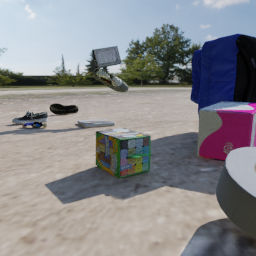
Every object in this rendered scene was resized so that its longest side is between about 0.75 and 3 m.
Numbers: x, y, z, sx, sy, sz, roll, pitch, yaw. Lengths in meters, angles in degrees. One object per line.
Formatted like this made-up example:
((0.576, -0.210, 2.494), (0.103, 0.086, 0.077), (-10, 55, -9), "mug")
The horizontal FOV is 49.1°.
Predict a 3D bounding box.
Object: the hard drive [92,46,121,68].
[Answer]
((-0.936, -3.189, 12.581), (1.198, 0.837, 0.227), (-15, 5, -24), "hard drive")

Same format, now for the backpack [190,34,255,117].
((3.401, -1.304, 9.288), (2.362, 2.907, 2.440), (-4, 5, -32), "backpack")

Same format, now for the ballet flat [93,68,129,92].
((-0.725, -1.965, 11.495), (1.626, 0.548, 0.518), (27, -20, 7), "ballet flat")

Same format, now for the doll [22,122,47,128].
((-3.359, -0.124, 10.190), (0.858, 0.208, 0.586), (1, 11, 6), "doll")

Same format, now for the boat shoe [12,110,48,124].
((-3.881, -0.445, 11.151), (1.424, 0.486, 0.526), (-7, 12, -32), "boat shoe")

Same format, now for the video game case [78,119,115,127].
((-1.238, -0.191, 10.783), (1.169, 0.134, 1.065), (-4, 11, -25), "video game case")

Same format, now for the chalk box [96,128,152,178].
((-0.035, 0.481, 5.454), (0.750, 0.746, 1.205), (-5, 12, -33), "chalk box")

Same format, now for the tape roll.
((1.876, 0.791, 3.411), (1.488, 0.492, 1.488), (6, 24, -3), "tape roll")

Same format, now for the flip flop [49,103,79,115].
((-3.136, -0.909, 13.734), (1.394, 0.565, 0.401), (-3, -6, -24), "flip flop")

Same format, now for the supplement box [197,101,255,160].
((2.598, -0.008, 6.967), (1.130, 1.154, 2.233), (7, 11, 30), "supplement box")
